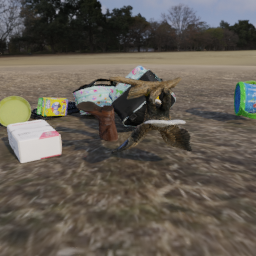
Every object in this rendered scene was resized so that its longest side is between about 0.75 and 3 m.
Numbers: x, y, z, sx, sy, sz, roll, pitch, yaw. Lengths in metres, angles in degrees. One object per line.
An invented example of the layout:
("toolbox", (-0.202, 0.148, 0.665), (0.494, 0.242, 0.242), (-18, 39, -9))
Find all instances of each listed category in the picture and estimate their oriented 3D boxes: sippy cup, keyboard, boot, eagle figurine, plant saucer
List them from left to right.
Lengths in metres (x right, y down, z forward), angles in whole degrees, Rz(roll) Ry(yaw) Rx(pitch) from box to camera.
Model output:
("plant saucer", (-3.451, -0.476, 8.487), (1.004, 1.004, 0.156), (-3, -16, -11))
("keyboard", (-2.676, -0.694, 10.265), (1.369, 0.293, 2.281), (10, 17, 32))
("boot", (-0.740, -0.121, 6.907), (0.990, 1.062, 0.341), (13, 47, 19))
("eagle figurine", (0.446, -0.055, 4.776), (1.316, 1.734, 1.309), (29, 46, 29))
("sippy cup", (3.915, -0.898, 8.709), (1.011, 1.380, 1.084), (2, -7, 11))

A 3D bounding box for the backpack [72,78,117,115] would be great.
("backpack", (-1.118, -1.033, 9.738), (1.420, 1.077, 1.702), (-23, -1, 21))

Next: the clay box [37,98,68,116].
("clay box", (-2.460, -0.691, 9.164), (0.237, 0.573, 0.998), (23, 19, 38))

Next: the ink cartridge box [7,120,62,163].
("ink cartridge box", (-2.109, 0.253, 6.259), (0.884, 0.499, 1.206), (-11, 22, -30))

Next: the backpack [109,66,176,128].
("backpack", (0.434, -0.740, 7.579), (1.299, 1.531, 1.725), (56, 18, 26))
